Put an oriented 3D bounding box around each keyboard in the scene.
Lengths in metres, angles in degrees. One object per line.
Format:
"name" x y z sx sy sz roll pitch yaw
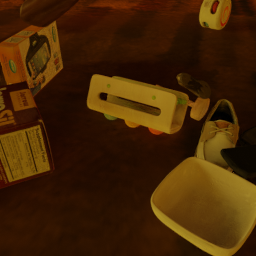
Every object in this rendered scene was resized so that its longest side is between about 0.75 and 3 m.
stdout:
"keyboard" 3.053 0.717 5.272 2.378 0.471 1.238 -6 27 -8

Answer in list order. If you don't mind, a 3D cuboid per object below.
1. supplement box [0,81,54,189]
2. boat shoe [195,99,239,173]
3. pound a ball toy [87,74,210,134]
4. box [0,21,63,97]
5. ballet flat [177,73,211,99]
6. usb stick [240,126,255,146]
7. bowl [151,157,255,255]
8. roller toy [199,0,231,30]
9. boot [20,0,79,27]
"supplement box" -3.074 0.272 5.542 2.692 1.389 1.762 -16 40 -21
"boat shoe" 1.972 0.181 6.166 0.861 0.788 2.304 8 37 11
"pound a ball toy" 0.528 -0.536 7.134 2.642 1.122 1.723 19 15 24
"box" -2.789 -2.202 8.636 0.582 1.670 2.805 9 38 13
"ballet flat" 1.289 -0.829 5.508 0.974 0.328 0.226 19 -3 -37
"usb stick" 3.432 0.911 5.440 0.831 0.489 2.997 -14 39 -19
"bowl" 1.324 1.348 4.776 1.567 0.586 1.569 26 43 31
"roller toy" 4.062 -5.467 13.172 1.109 1.588 1.448 24 52 30
"boot" -1.339 -2.613 5.298 2.578 0.828 2.403 -17 14 24
